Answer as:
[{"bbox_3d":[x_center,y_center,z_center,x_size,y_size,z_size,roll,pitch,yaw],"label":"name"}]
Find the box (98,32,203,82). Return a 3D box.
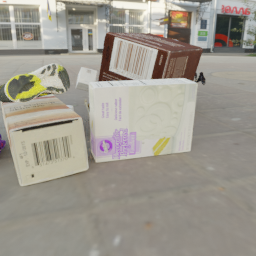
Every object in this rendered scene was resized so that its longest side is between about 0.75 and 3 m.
[{"bbox_3d":[0.767,-1.897,9.789,2.377,2.353,2.866,25,27,26],"label":"box"}]

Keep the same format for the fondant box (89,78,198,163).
[{"bbox_3d":[0.322,-0.209,6.296,2.307,1.665,0.672,-5,21,-15],"label":"fondant box"}]

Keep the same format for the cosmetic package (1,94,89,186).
[{"bbox_3d":[-1.964,0.065,6.224,1.378,1.163,2.666,-13,21,-25],"label":"cosmetic package"}]

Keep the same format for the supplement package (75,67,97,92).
[{"bbox_3d":[-1.454,-1.649,9.643,0.560,0.540,0.985,12,-8,-16],"label":"supplement package"}]

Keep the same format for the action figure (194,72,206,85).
[{"bbox_3d":[2.277,-1.757,11.740,1.088,0.934,1.831,25,-29,-25],"label":"action figure"}]

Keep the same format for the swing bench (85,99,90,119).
[{"bbox_3d":[-0.685,-0.392,7.828,0.887,0.882,0.576,-14,-25,-8],"label":"swing bench"}]

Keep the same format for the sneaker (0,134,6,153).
[{"bbox_3d":[-3.103,0.381,6.168,0.730,0.705,1.750,3,17,-20],"label":"sneaker"}]

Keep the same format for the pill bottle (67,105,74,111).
[{"bbox_3d":[-2.374,-0.422,8.370,1.401,0.801,0.801,5,18,-1],"label":"pill bottle"}]

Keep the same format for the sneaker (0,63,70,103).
[{"bbox_3d":[-1.948,-0.936,5.844,0.745,0.655,1.760,-4,14,31],"label":"sneaker"}]
